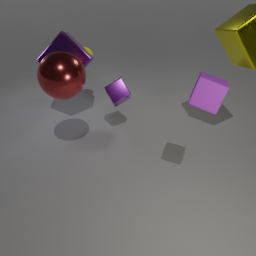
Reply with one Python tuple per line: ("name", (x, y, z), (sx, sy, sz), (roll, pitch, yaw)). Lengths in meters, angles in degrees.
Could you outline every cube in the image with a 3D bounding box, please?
("cube", (-0.364, -1.278, 10.201), (0.700, 0.700, 0.700), (-30, -5, -3))
("cube", (-2.290, -2.600, 10.544), (1.400, 1.400, 1.400), (42, 10, -13))
("cube", (3.843, -2.855, 8.690), (1.400, 1.400, 1.400), (-36, 21, 5))
("cube", (1.923, -0.853, 6.706), (0.700, 0.700, 0.700), (23, 26, 8))

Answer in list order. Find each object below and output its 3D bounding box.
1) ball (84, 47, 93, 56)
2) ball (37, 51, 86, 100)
("ball", (-1.812, -2.987, 11.600), (0.700, 0.700, 0.700), (0, 33, 0))
("ball", (-1.942, -1.537, 8.244), (1.400, 1.400, 1.400), (0, 33, 0))
